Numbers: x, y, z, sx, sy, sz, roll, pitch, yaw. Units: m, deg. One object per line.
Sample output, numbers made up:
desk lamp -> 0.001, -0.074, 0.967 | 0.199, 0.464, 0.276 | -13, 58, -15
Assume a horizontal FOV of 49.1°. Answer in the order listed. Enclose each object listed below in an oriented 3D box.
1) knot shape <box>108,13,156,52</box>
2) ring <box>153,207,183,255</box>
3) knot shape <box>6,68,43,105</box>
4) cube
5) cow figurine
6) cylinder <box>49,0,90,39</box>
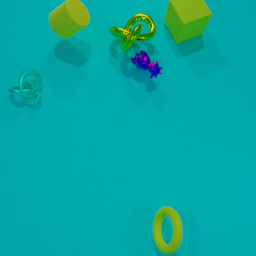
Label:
knot shape -> 0.113, -2.813, 8.349 | 1.444, 0.667, 1.351 | -10, 39, 14
ring -> 0.938, 2.467, 6.777 | 0.218, 1.090, 1.090 | 12, 70, -25
knot shape -> -2.935, -1.147, 8.239 | 1.070, 0.495, 1.002 | -35, 75, -10
cube -> 1.824, -3.433, 8.699 | 0.979, 0.979, 0.979 | -22, 75, -10
cow figurine -> 0.560, -1.862, 8.352 | 0.507, 0.923, 0.908 | -45, 104, -7
cylinder -> -1.723, -3.208, 8.233 | 0.861, 0.861, 0.861 | -16, 67, 37
